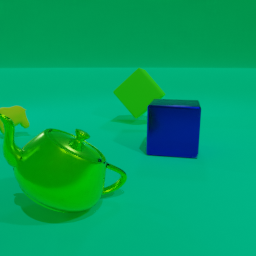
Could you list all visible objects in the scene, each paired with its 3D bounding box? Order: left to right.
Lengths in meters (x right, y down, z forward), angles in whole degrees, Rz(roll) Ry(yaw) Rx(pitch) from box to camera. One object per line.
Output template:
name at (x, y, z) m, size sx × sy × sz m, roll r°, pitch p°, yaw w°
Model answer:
cow figurine at (-3.008, -0.351, 6.725) m, size 1.077 × 1.060 × 0.591 m, roll -26°, pitch 22°, yaw -27°
teapot at (-0.817, 0.416, 3.477) m, size 1.865 × 0.913 × 1.160 m, roll 26°, pitch 8°, yaw -26°
cube at (0.374, -1.057, 8.512) m, size 1.059 × 1.059 × 1.059 m, roll -41°, pitch -2°, yaw 14°
cube at (0.958, -0.033, 5.850) m, size 1.015 × 1.015 × 1.015 m, roll 3°, pitch 14°, yaw 11°
